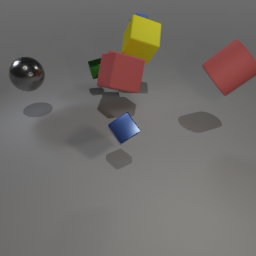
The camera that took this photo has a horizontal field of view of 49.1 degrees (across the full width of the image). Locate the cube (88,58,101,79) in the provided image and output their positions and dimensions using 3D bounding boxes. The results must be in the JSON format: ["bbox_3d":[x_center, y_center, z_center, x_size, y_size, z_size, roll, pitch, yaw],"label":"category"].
[{"bbox_3d":[-1.547,-2.960,13.971,0.700,0.700,0.700,-16,39,-3],"label":"cube"}]

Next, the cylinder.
[{"bbox_3d":[3.560,-2.070,9.727,1.400,1.400,1.400,-37,24,21],"label":"cylinder"}]

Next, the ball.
[{"bbox_3d":[-4.140,-2.203,11.498,1.400,1.400,1.400,0,31,0],"label":"ball"}]

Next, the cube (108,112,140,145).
[{"bbox_3d":[-0.131,0.032,8.496,0.700,0.700,0.700,-34,-2,-6],"label":"cube"}]

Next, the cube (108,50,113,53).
[{"bbox_3d":[-0.704,-3.008,12.953,0.700,0.700,0.700,22,42,-25],"label":"cube"}]

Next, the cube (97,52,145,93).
[{"bbox_3d":[-0.324,-2.301,11.802,1.400,1.400,1.400,7,6,-30],"label":"cube"}]

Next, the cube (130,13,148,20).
[{"bbox_3d":[0.596,-5.457,14.624,0.700,0.700,0.700,25,59,28],"label":"cube"}]

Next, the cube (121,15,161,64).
[{"bbox_3d":[0.601,-4.112,13.114,1.400,1.400,1.400,13,65,-15],"label":"cube"}]
